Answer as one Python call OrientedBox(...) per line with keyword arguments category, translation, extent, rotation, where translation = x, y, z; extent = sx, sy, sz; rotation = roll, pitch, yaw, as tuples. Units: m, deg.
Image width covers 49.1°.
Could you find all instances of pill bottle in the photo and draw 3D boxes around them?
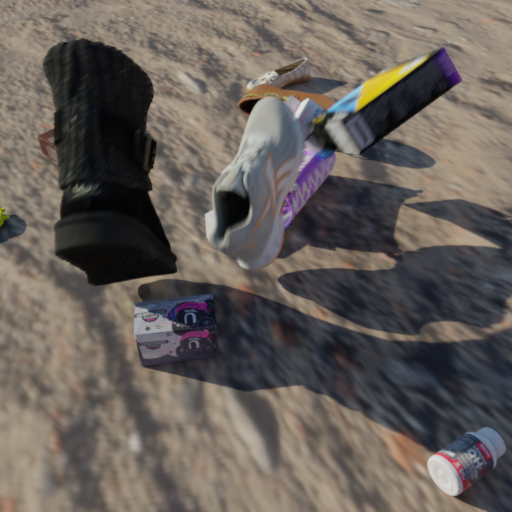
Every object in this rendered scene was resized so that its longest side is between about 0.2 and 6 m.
OrientedBox(category="pill bottle", translation=(2.520, 2.410, 6.656), extent=(0.880, 0.487, 0.487), rotation=(-23, 47, -23))

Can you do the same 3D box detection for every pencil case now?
OrientedBox(category="pencil case", translation=(0.715, -1.426, 10.423), extent=(0.950, 0.968, 2.263), rotation=(40, 46, -3))

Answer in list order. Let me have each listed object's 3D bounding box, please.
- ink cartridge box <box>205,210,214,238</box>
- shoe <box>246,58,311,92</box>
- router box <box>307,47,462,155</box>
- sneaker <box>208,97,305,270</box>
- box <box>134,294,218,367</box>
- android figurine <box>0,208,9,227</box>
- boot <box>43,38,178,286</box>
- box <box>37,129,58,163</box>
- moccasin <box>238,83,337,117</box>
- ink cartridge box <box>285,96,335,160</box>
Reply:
OrientedBox(category="ink cartridge box", translation=(-0.501, -0.611, 9.907), extent=(0.783, 0.566, 0.332), rotation=(-32, 51, -30))
OrientedBox(category="shoe", translation=(0.571, -4.580, 14.288), extent=(1.934, 0.516, 0.676), rotation=(-26, 48, -25))
OrientedBox(category="router box", translation=(1.880, -2.375, 8.864), extent=(1.782, 0.610, 2.389), rotation=(-35, 13, 2))
OrientedBox(category="sneaker", translation=(-0.038, -1.240, 8.632), extent=(1.055, 1.282, 2.787), rotation=(2, 79, 32))
OrientedBox(category="box", translation=(-1.124, 1.055, 7.950), extent=(1.124, 0.743, 0.645), rotation=(-6, 43, -7))
OrientedBox(category="android figurine", translation=(-5.062, -0.605, 10.161), extent=(1.070, 0.220, 0.974), rotation=(-26, 48, -25))
OrientedBox(category="boot", translation=(-1.882, -1.028, 7.708), extent=(1.289, 3.425, 2.561), rotation=(-7, 78, -6))
OrientedBox(category="box", translation=(-3.897, -2.234, 11.756), extent=(1.322, 0.496, 0.662), rotation=(31, 51, 28))
OrientedBox(category="moccasin", translation=(0.795, -3.122, 12.316), extent=(2.810, 1.028, 1.085), rotation=(31, 53, 29))
OrientedBox(category="ink cartridge box", translation=(1.003, -2.372, 10.254), extent=(1.180, 0.400, 0.684), rotation=(31, 86, -15))
